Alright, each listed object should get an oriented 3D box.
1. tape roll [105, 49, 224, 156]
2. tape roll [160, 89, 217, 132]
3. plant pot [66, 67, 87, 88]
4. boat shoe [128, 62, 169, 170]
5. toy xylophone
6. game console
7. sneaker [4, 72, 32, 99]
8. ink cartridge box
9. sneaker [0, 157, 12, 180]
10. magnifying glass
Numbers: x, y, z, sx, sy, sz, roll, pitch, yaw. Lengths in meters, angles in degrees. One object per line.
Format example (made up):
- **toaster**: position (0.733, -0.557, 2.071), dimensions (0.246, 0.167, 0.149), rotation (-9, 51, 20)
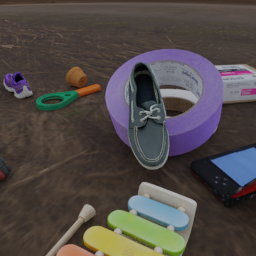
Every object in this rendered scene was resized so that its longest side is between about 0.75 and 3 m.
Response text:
- **tape roll**: position (0.919, -0.736, 7.212), dimensions (2.882, 0.946, 2.882), rotation (-6, 54, 8)
- **tape roll**: position (1.329, -0.460, 8.380), dimensions (2.734, 0.499, 2.734), rotation (0, 29, 0)
- **plant pot**: position (-1.934, -1.915, 10.866), dimensions (0.533, 0.761, 0.761), rotation (36, 42, 23)
- **boat shoe**: position (0.365, -0.329, 5.913), dimensions (0.866, 0.735, 2.379), rotation (-7, 64, 6)
- **toy xylophone**: position (-0.254, 1.836, 3.932), dimensions (2.130, 0.731, 2.909), rotation (11, 28, 20)
- **game console**: position (2.767, 0.556, 5.658), dimensions (2.313, 1.373, 1.993), rotation (-12, 31, -21)
- **sneaker**: position (-4.085, -1.750, 10.417), dimensions (0.773, 0.800, 1.917), rotation (-22, 35, -34)
- **ink cartridge box**: position (3.714, -1.633, 10.143), dimensions (2.278, 0.856, 1.877), rotation (-5, 28, -12)
- **sneaker**: position (-3.489, 0.825, 5.915), dimensions (1.971, 0.697, 0.963), rotation (16, 48, 8)
- **magnifying glass**: position (-2.033, -1.122, 9.886), dimensions (2.486, 0.278, 0.990), rotation (-26, 38, -36)
